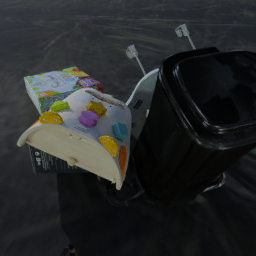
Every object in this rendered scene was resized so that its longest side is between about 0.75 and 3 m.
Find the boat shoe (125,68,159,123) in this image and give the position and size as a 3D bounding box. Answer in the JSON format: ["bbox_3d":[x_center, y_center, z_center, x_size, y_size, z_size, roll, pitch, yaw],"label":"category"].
[{"bbox_3d":[0.411,-0.914,7.361,0.674,1.965,0.556,29,42,-17],"label":"boat shoe"}]

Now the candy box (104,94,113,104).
[{"bbox_3d":[-1.438,-0.593,8.417,0.993,0.257,1.943,17,39,40],"label":"candy box"}]

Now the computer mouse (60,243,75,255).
[{"bbox_3d":[-0.868,2.485,4.234,0.289,0.499,1.701,-22,33,6],"label":"computer mouse"}]

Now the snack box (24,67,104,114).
[{"bbox_3d":[-2.045,-1.186,8.613,1.814,0.676,2.551,-18,29,-21],"label":"snack box"}]

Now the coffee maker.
[{"bbox_3d":[1.012,0.294,4.944,2.766,2.879,1.939,-37,69,-25],"label":"coffee maker"}]

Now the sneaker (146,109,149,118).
[{"bbox_3d":[0.711,-0.211,7.975,0.417,0.311,0.928,6,39,4],"label":"sneaker"}]

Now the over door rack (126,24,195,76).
[{"bbox_3d":[1.456,-1.737,8.272,2.067,0.932,2.798,-25,76,-12],"label":"over door rack"}]

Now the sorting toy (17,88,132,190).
[{"bbox_3d":[-0.680,-0.121,5.214,1.950,1.042,1.755,24,38,0],"label":"sorting toy"}]

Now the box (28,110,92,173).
[{"bbox_3d":[-1.055,0.251,6.460,1.962,1.023,1.452,0,22,4],"label":"box"}]
